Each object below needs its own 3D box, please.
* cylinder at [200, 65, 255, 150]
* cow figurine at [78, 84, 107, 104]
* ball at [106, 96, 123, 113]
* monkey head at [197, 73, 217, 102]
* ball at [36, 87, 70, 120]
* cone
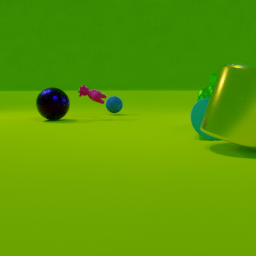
[{"bbox_3d":[2.344,-0.416,5.658,1.396,1.396,1.396,15,9,-3],"label":"cylinder"},{"bbox_3d":[-1.420,-1.307,10.901,0.953,0.531,0.968,16,10,-37],"label":"cow figurine"},{"bbox_3d":[-0.632,-1.065,12.864,0.786,0.786,0.786,0,8,0],"label":"ball"},{"bbox_3d":[3.095,-0.961,9.612,1.288,1.790,1.079,-15,-2,-25],"label":"monkey head"},{"bbox_3d":[-2.843,-0.914,10.635,1.251,1.251,1.251,0,8,0],"label":"ball"},{"bbox_3d":[1.995,-0.116,7.336,1.064,1.064,1.068,-1,-13,-6],"label":"cone"}]
